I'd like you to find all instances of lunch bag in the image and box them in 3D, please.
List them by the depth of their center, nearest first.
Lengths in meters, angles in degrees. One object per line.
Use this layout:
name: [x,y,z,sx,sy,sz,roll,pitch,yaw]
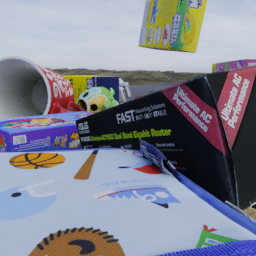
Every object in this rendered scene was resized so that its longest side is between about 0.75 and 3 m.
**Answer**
lunch bag: [-0.599,0.803,1.213,2.730,1.032,2.188,-5,13,-19]

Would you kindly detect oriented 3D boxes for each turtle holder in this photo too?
turtle holder: [-1.015,-0.727,9.481,1.099,1.175,1.547,-14,45,-41]

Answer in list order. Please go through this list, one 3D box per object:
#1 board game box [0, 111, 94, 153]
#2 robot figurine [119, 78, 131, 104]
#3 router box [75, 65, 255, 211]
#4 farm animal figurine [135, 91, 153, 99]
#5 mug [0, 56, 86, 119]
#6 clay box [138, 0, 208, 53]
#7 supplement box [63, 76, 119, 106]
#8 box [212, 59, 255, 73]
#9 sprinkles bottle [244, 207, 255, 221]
board game box: [-1.598,0.095,6.135,2.583,0.578,1.737,-10,14,-42]
robot figurine: [-1.095,-1.832,14.305,2.500,1.412,2.120,6,35,32]
router box: [0.884,-0.059,3.463,2.248,0.932,2.999,-14,3,-27]
farm animal figurine: [0.919,-0.885,11.365,1.149,0.716,1.423,-17,-16,13]
mug: [-2.644,-0.740,8.670,1.986,2.642,2.977,-38,3,7]
clay box: [0.839,-2.185,5.293,0.585,1.412,2.458,6,16,-14]
supplement box: [-1.911,-1.455,11.916,2.803,1.525,1.535,7,13,35]
box: [3.315,-0.977,8.196,1.064,1.936,2.201,-1,10,-4]
sprinkles bottle: [1.174,0.931,1.593,0.583,0.583,1.710,-8,13,-36]
